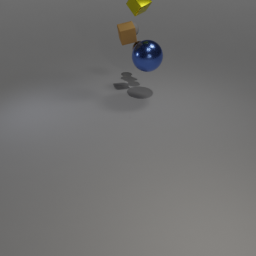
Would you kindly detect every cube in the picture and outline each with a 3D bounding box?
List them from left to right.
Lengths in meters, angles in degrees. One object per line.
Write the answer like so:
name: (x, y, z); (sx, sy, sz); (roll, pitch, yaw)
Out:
cube: (-0.044, -4.204, 12.424); (0.700, 0.700, 0.700); (-14, 46, -2)
cube: (0.480, -5.481, 12.264); (0.700, 0.700, 0.700); (-36, 2, -26)

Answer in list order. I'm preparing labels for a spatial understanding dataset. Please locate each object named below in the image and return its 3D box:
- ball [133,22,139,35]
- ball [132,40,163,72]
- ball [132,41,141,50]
ball: (0.206, -5.005, 14.226); (0.700, 0.700, 0.700); (0, 31, 0)
ball: (0.867, -3.226, 12.560); (1.400, 1.400, 1.400); (0, 31, 0)
ball: (0.564, -3.844, 13.530); (0.700, 0.700, 0.700); (0, 31, 0)
